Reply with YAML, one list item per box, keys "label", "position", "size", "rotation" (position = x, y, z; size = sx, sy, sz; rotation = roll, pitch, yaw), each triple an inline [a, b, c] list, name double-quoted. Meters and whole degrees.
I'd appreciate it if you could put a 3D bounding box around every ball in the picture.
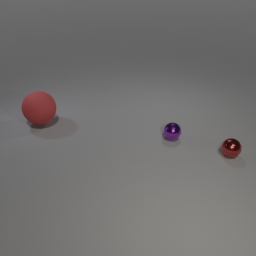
- label: "ball"
  position: [3.702, 0.712, 10.037]
  size: [0.700, 0.700, 0.700]
  rotation: [0, 31, 0]
- label: "ball"
  position: [-3.724, -0.852, 11.754]
  size: [1.400, 1.400, 1.400]
  rotation: [0, 31, 0]
- label: "ball"
  position: [1.745, 0.128, 11.016]
  size: [0.700, 0.700, 0.700]
  rotation: [0, 31, 0]
